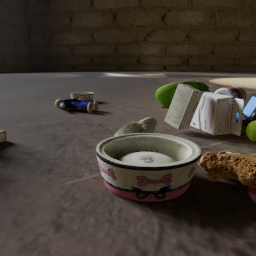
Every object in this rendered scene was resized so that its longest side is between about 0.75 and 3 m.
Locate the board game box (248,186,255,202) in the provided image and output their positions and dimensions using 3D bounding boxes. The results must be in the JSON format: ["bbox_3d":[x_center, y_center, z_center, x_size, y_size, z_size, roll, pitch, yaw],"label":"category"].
[{"bbox_3d":[3.799,1.161,5.327,2.734,0.532,2.160,0,14,3],"label":"board game box"}]

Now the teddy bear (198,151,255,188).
[{"bbox_3d":[2.440,0.900,6.341,1.392,0.641,1.919,-6,5,-36],"label":"teddy bear"}]

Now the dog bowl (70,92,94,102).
[{"bbox_3d":[-2.815,-1.896,17.215,1.445,0.533,1.445,0,14,0],"label":"dog bowl"}]

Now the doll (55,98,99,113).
[{"bbox_3d":[-2.812,-1.224,14.462,2.451,0.594,1.672,8,19,29],"label":"doll"}]

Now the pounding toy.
[{"bbox_3d":[2.466,-0.900,12.527,2.307,1.387,2.989,-4,-14,12],"label":"pounding toy"}]

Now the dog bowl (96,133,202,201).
[{"bbox_3d":[0.421,0.797,6.148,2.264,0.835,2.264,1,15,0],"label":"dog bowl"}]

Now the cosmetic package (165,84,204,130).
[{"bbox_3d":[2.015,-0.760,10.135,0.653,1.498,0.774,0,28,-44],"label":"cosmetic package"}]

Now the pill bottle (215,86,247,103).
[{"bbox_3d":[5.317,-1.529,14.447,1.202,1.202,2.127,13,18,40],"label":"pill bottle"}]

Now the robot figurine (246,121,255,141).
[{"bbox_3d":[4.424,0.115,9.060,1.203,0.696,1.056,3,-8,14],"label":"robot figurine"}]

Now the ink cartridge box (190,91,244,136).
[{"bbox_3d":[3.117,-0.572,10.399,0.777,1.350,2.331,-5,15,-21],"label":"ink cartridge box"}]

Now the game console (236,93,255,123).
[{"bbox_3d":[4.830,-0.886,12.156,1.180,1.713,1.988,27,16,0],"label":"game console"}]

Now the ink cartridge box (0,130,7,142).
[{"bbox_3d":[-4.508,0.325,8.927,0.770,0.351,0.934,6,15,17],"label":"ink cartridge box"}]

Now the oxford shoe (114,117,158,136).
[{"bbox_3d":[0.409,0.216,8.735,0.759,0.989,2.630,47,19,10],"label":"oxford shoe"}]
